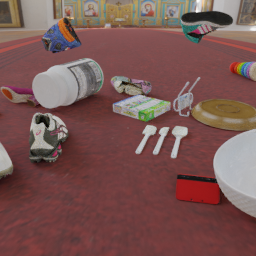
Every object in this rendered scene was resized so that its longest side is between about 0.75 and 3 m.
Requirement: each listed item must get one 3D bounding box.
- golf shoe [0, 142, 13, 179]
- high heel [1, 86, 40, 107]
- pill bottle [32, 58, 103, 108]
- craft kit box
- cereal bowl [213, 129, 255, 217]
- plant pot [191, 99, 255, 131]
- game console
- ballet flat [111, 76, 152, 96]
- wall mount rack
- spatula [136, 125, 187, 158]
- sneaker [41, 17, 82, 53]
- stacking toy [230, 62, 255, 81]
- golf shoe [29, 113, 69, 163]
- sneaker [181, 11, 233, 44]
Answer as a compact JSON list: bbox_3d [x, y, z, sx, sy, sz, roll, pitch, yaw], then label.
[{"bbox_3d":[-3.453,0.319,6.200,2.664,1.226,0.967,22,31,38],"label":"golf shoe"},{"bbox_3d":[-3.913,-1.310,10.641,1.814,0.612,0.872,24,40,16],"label":"high heel"},{"bbox_3d":[-2.167,-1.684,10.431,1.463,1.463,2.587,12,26,26],"label":"pill bottle"},{"bbox_3d":[0.483,-0.732,9.712,1.438,0.353,1.456,16,28,37],"label":"craft kit box"},{"bbox_3d":[2.695,0.874,4.983,2.171,0.904,2.171,-15,27,8],"label":"cereal bowl"},{"bbox_3d":[3.260,-0.531,9.177,2.295,0.315,2.295,2,24,-1],"label":"plant pot"},{"bbox_3d":[1.379,1.200,5.596,0.820,0.487,0.707,5,-7,11],"label":"game console"},{"bbox_3d":[-0.007,-1.706,11.634,2.016,0.697,0.718,14,47,28],"label":"ballet flat"},{"bbox_3d":[2.033,-1.051,9.372,0.497,1.159,1.334,8,24,38],"label":"wall mount rack"},{"bbox_3d":[0.929,0.298,7.581,1.243,0.144,1.787,7,25,14],"label":"spatula"},{"bbox_3d":[-1.473,-1.955,6.048,0.694,0.666,1.769,-27,13,1],"label":"sneaker"},{"bbox_3d":[5.987,-2.989,14.366,0.928,0.928,2.173,-7,17,-15],"label":"stacking toy"},{"bbox_3d":[-2.032,-0.004,7.251,0.869,0.992,2.252,-5,23,-8],"label":"golf shoe"},{"bbox_3d":[2.390,-3.059,8.690,1.519,0.917,0.635,6,65,10],"label":"sneaker"}]
